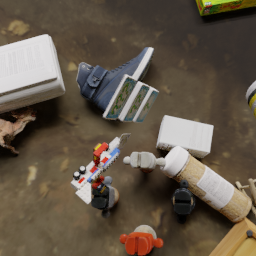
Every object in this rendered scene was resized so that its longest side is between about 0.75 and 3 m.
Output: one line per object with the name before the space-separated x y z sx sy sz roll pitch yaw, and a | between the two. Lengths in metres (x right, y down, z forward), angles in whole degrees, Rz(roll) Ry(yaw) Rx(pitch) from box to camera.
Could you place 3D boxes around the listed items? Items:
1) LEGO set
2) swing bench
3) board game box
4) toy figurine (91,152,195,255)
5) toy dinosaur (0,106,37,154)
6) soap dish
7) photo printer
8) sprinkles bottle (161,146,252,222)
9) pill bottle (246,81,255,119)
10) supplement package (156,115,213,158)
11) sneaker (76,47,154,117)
LEGO set | -0.157 0.366 5.623 0.649 1.976 2.646 33 100 18
swing bench | 4.381 2.042 8.161 1.631 1.064 1.640 -20 75 -6
board game box | 3.707 -5.010 10.432 2.275 0.542 1.156 -11 74 -3
toy figurine | 0.438 1.998 7.817 2.450 1.704 2.412 -45 72 0
toy dinosaur | -4.003 -0.036 8.599 2.150 0.923 1.457 5 69 -28
soap dish | 3.214 3.680 7.682 1.515 0.782 1.925 41 88 11
photo printer | -3.631 -1.699 8.998 2.857 0.992 2.377 -18 56 -5
sprinkles bottle | 2.243 1.618 8.099 2.656 0.906 0.906 36 77 -3
pill bottle | 3.062 -0.062 5.177 1.079 1.079 1.919 -10 59 -3
supplement package | 1.743 0.291 8.736 1.522 0.893 0.890 13 75 4
sneaker | -0.494 -1.927 9.286 1.991 1.048 2.756 32 78 6
